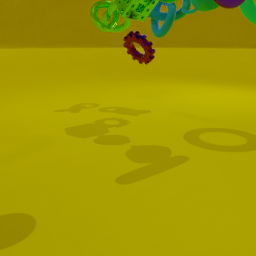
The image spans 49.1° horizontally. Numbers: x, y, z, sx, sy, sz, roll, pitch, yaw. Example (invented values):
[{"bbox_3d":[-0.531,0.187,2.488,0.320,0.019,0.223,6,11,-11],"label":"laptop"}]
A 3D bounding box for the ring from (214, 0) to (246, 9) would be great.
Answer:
[{"bbox_3d":[1.986,-3.189,5.369,1.669,1.669,0.334,-14,19,-38],"label":"ring"}]

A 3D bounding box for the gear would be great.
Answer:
[{"bbox_3d":[0.331,-2.380,8.356,1.057,1.057,0.195,18,59,44],"label":"gear"}]

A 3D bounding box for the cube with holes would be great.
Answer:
[{"bbox_3d":[0.207,-3.542,7.629,0.781,0.781,0.781,-4,-26,-38],"label":"cube with holes"}]

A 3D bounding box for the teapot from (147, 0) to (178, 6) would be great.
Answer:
[{"bbox_3d":[1.010,-3.525,6.974,1.403,0.872,0.687,-30,4,20],"label":"teapot"}]

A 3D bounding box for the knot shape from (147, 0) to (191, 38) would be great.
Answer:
[{"bbox_3d":[1.124,-4.178,9.741,1.730,1.849,0.854,33,5,26],"label":"knot shape"}]

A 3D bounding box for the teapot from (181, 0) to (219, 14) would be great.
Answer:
[{"bbox_3d":[1.780,-3.170,6.102,1.013,1.629,0.798,7,45,-48],"label":"teapot"}]

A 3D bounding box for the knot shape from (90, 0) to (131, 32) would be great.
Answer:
[{"bbox_3d":[-0.643,-4.057,10.030,1.542,1.648,0.762,-32,55,-29],"label":"knot shape"}]

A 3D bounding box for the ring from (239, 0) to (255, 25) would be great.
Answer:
[{"bbox_3d":[3.693,-3.354,6.992,1.882,1.882,0.376,13,55,36],"label":"ring"}]
